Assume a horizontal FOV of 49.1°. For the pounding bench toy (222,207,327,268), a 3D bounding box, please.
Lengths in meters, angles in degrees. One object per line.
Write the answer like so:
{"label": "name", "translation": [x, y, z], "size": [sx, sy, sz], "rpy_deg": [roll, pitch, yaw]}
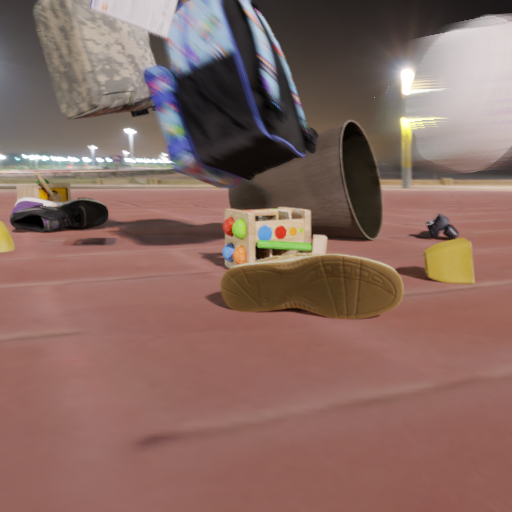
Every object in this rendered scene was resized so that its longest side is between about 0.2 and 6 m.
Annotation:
{"label": "pounding bench toy", "translation": [0.215, -0.208, 8.114], "size": [1.124, 0.895, 1.441], "rpy_deg": [-4, 9, -25]}

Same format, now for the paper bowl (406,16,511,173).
{"label": "paper bowl", "translation": [2.202, -1.745, 5.995], "size": [0.818, 1.573, 1.573], "rpy_deg": [15, 6, -10]}

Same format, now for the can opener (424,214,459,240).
{"label": "can opener", "translation": [4.097, -0.606, 12.549], "size": [0.546, 0.677, 1.722], "rpy_deg": [-38, -5, 15]}

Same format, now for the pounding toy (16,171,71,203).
{"label": "pounding toy", "translation": [-5.480, -1.463, 14.563], "size": [1.041, 1.465, 1.349], "rpy_deg": [5, 10, 29]}

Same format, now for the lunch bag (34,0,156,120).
{"label": "lunch bag", "translation": [-2.645, -3.609, 10.080], "size": [1.537, 2.206, 1.850], "rpy_deg": [-1, 18, 46]}

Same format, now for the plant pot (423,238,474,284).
{"label": "plant pot", "translation": [2.550, 0.089, 7.491], "size": [0.563, 0.550, 0.547], "rpy_deg": [-7, 7, 11]}

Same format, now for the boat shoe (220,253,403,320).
{"label": "boat shoe", "translation": [0.580, 0.244, 5.801], "size": [1.851, 0.685, 0.614], "rpy_deg": [3, 14, 17]}

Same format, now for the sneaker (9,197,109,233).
{"label": "sneaker", "translation": [-4.758, -0.852, 13.591], "size": [2.261, 0.856, 0.990], "rpy_deg": [-1, 29, -8]}

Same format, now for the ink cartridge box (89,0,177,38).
{"label": "ink cartridge box", "translation": [-1.199, -2.785, 5.706], "size": [0.845, 0.844, 0.172], "rpy_deg": [12, 16, -29]}

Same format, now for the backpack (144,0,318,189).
{"label": "backpack", "translation": [-0.522, -2.857, 9.115], "size": [1.988, 2.956, 2.698], "rpy_deg": [-21, -5, 19]}

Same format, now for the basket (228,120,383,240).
{"label": "basket", "translation": [1.009, -1.449, 12.331], "size": [2.897, 2.612, 1.970], "rpy_deg": [-4, 32, 32]}

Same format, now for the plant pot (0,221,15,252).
{"label": "plant pot", "translation": [-4.886, -0.360, 10.352], "size": [0.756, 0.537, 0.756], "rpy_deg": [0, 8, 0]}
